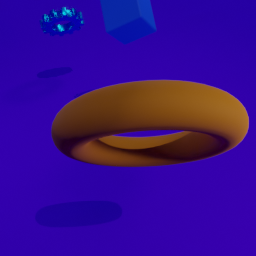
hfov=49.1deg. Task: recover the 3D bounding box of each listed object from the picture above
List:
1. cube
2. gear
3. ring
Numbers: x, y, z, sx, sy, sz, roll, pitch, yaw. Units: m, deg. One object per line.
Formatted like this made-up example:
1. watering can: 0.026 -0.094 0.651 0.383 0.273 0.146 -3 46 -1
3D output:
1. cube: 0.012 -2.339 5.776 0.801 0.801 0.801 -15 -10 26
2. gear: -1.843 -2.949 7.856 1.196 1.196 0.221 -13 86 -15
3. ring: 0.177 0.058 2.475 1.656 1.656 0.331 -2 72 -2
